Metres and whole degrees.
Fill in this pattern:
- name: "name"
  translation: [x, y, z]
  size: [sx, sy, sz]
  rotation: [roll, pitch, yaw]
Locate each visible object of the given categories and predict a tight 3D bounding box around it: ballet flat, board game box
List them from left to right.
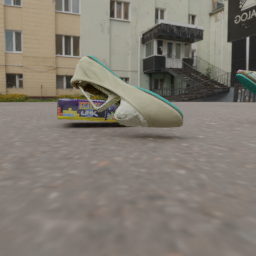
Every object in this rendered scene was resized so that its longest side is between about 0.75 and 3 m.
- name: "board game box"
  translation: [-0.986, -0.562, 8.661]
  size: [2.188, 0.620, 1.809]
  rotation: [3, 4, -9]
- name: "ballet flat"
  translation: [-0.180, -0.593, 6.189]
  size: [2.902, 1.008, 1.008]
  rotation: [35, 23, 25]
- name: "ballet flat"
  translation: [4.646, -1.216, 9.133]
  size: [2.408, 0.857, 0.832]
  rotation: [44, 2, 4]
